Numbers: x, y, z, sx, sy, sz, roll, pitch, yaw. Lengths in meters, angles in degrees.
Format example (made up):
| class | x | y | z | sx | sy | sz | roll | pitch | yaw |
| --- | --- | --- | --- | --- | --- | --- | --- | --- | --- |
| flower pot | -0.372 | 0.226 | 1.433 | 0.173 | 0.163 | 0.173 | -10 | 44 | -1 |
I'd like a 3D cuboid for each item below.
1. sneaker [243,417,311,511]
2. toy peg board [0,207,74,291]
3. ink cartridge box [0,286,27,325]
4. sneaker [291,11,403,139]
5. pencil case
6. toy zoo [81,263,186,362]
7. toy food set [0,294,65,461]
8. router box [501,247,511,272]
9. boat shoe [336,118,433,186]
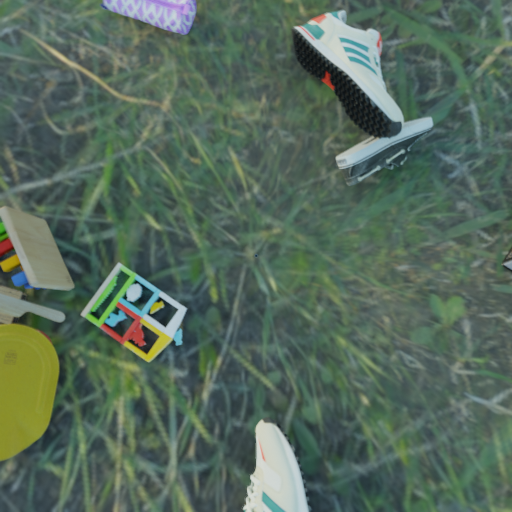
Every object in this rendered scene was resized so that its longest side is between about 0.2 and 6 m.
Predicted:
| class | x | y | z | sx | sy | sz | roll | pitch | yaw |
| --- | --- | --- | --- | --- | --- | --- | --- | --- | --- |
| sneaker | 0.135 | 4.325 | 9.078 | 1.482 | 1.116 | 3.171 | -11 | 83 | -7 |
| toy peg board | -4.015 | 0.039 | 9.724 | 0.699 | 1.430 | 1.424 | -27 | 82 | 3 |
| ink cartridge box | -4.631 | 0.866 | 10.132 | 0.754 | 0.283 | 0.621 | 16 | 79 | 3 |
| sneaker | 1.965 | -3.510 | 10.325 | 1.405 | 1.058 | 3.005 | -33 | 65 | -8 |
| pencil case | -2.083 | -4.946 | 10.931 | 1.803 | 0.771 | 0.757 | 18 | 84 | 2 |
| toy zoo | -2.098 | 1.091 | 10.140 | 1.791 | 0.183 | 1.175 | 34 | 82 | 6 |
| toy food set | -4.301 | 2.050 | 9.714 | 1.612 | 0.895 | 2.740 | 13 | 81 | -22 |
| router box | 6.862 | -0.135 | 9.945 | 3.776 | 0.986 | 2.969 | 33 | 81 | 6 |
| boat shoe | 2.453 | -1.963 | 10.485 | 2.040 | 0.721 | 0.650 | -27 | 106 | -10 |
